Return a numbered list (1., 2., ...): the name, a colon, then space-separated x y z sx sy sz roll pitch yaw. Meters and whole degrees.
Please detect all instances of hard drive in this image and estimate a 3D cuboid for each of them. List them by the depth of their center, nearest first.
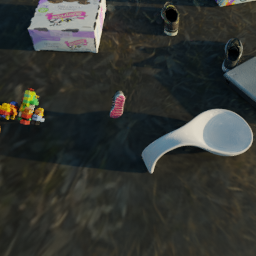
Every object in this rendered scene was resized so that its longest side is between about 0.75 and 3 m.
1. hard drive: 3.782 -1.098 7.767 1.338 0.315 1.917 -29 60 -18

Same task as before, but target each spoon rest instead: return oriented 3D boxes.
1. spoon rest: 1.662 0.272 6.535 2.685 0.814 1.334 -18 57 -11

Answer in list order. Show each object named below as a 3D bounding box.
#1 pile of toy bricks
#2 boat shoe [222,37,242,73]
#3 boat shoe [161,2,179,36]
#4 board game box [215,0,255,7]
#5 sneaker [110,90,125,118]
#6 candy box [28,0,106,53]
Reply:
1. pile of toy bricks: -2.341 -0.555 6.544 0.858 1.547 0.764 15 94 3
2. boat shoe: 3.223 -2.306 8.524 0.524 0.432 1.526 16 57 11
3. boat shoe: 1.473 -3.858 9.553 0.585 0.494 1.642 -1 56 0
4. board game box: 4.572 -5.741 10.211 2.969 1.529 1.557 -13 56 -9
5. sneaker: -0.271 -0.608 7.045 0.309 0.838 0.367 5 47 -13
6. candy box: -1.871 -3.603 9.145 2.037 0.869 2.428 3 56 2
